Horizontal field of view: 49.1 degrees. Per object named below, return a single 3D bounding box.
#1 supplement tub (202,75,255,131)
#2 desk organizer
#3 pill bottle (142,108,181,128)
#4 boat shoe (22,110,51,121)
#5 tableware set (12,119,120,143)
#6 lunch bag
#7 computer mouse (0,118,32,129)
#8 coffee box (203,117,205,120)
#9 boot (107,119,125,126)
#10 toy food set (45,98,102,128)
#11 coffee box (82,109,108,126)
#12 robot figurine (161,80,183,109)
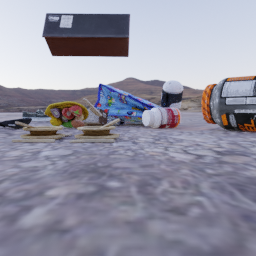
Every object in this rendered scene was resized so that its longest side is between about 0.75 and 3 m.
[{"bbox_3d":[3.558,-0.695,7.965,2.600,1.593,1.593,3,5,40],"label":"supplement tub"},{"bbox_3d":[-1.096,-2.579,7.872,2.315,0.830,0.891,1,-23,1],"label":"desk organizer"},{"bbox_3d":[1.129,-0.340,9.458,1.220,0.689,0.689,-2,4,-26],"label":"pill bottle"},{"bbox_3d":[-4.570,-0.643,14.404,1.703,0.604,0.614,-3,5,-41],"label":"boat shoe"},{"bbox_3d":[-1.258,0.022,6.062,2.135,0.428,1.412,0,4,2],"label":"tableware set"},{"bbox_3d":[0.401,-0.676,11.212,2.899,1.364,2.183,16,1,27],"label":"lunch bag"},{"bbox_3d":[-3.760,-0.115,9.326,1.387,0.319,0.974,-6,1,6],"label":"computer mouse"},{"bbox_3d":[5.492,-0.856,15.917,2.042,0.814,1.168,4,5,42],"label":"coffee box"},{"bbox_3d":[-0.487,-0.216,10.550,0.774,0.281,0.349,-2,-1,-38],"label":"boot"},{"bbox_3d":[-1.888,-0.332,9.106,1.806,0.590,1.063,-8,-36,21],"label":"toy food set"},{"bbox_3d":[-1.455,-0.370,10.059,1.296,0.517,0.732,2,-11,16],"label":"coffee box"},{"bbox_3d":[1.846,-1.316,11.883,0.889,1.425,1.070,5,29,2],"label":"robot figurine"}]
